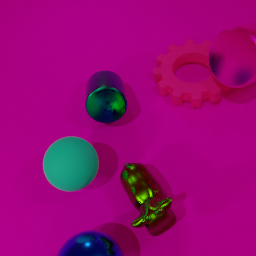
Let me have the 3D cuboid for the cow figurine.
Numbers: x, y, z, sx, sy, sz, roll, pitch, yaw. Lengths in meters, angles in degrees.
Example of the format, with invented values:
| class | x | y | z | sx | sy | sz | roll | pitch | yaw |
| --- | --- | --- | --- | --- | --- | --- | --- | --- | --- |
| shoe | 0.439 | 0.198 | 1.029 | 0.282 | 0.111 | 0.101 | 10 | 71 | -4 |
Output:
| class | x | y | z | sx | sy | sz | roll | pitch | yaw |
| --- | --- | --- | --- | --- | --- | --- | --- | --- | --- |
| cow figurine | 0.324 | 1.291 | 5.420 | 0.833 | 1.494 | 1.518 | -35 | 72 | 2 |

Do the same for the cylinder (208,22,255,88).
| class | x | y | z | sx | sy | sz | roll | pitch | yaw |
| --- | --- | --- | --- | --- | --- | --- | --- | --- | --- |
| cylinder | 2.639 | -1.633 | 6.148 | 1.249 | 1.249 | 1.249 | -22 | 63 | -33 |

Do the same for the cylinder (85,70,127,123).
| class | x | y | z | sx | sy | sz | roll | pitch | yaw |
| --- | --- | --- | --- | --- | --- | --- | --- | --- | --- |
| cylinder | -0.527 | -0.750 | 6.676 | 0.952 | 0.952 | 0.952 | -5 | 35 | -3 |

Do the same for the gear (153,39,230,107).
| class | x | y | z | sx | sy | sz | roll | pitch | yaw |
| --- | --- | --- | --- | --- | --- | --- | --- | --- | --- |
| gear | 1.701 | -1.486 | 7.380 | 2.004 | 0.371 | 2.004 | -5 | 59 | 8 |

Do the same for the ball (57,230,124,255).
| class | x | y | z | sx | sy | sz | roll | pitch | yaw |
| --- | --- | --- | --- | --- | --- | --- | --- | --- | --- |
| ball | -0.675 | 2.484 | 4.973 | 1.259 | 1.259 | 1.259 | 0 | 62 | 0 |

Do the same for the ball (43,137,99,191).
| class | x | y | z | sx | sy | sz | roll | pitch | yaw |
| --- | --- | --- | --- | --- | --- | --- | --- | --- | --- |
| ball | -1.148 | 0.723 | 5.684 | 1.099 | 1.099 | 1.099 | 0 | 62 | 0 |
